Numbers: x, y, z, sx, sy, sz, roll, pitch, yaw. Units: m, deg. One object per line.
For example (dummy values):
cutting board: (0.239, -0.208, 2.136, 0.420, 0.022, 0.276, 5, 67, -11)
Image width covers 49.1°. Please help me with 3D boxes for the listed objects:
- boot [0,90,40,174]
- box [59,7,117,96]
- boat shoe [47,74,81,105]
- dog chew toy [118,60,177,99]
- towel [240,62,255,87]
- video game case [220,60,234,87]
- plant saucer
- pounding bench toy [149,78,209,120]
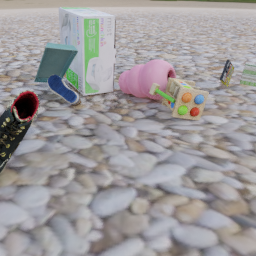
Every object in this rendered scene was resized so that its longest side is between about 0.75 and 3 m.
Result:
boot: (-2.348, 0.169, 5.313, 0.650, 1.359, 1.800, 33, 56, -18)
box: (-1.453, -2.762, 9.901, 1.243, 2.571, 2.269, -12, 33, -27)
boat shoe: (-2.057, -1.178, 9.038, 0.514, 0.515, 1.424, -46, 67, 1)
dog chew toy: (0.544, -1.558, 9.290, 2.037, 1.268, 1.268, 1, 23, 37)
towel: (4.248, -1.833, 9.637, 0.603, 0.808, 0.124, 16, 41, 18)
video game case: (3.502, -1.914, 9.886, 0.098, 0.765, 0.691, 19, -2, 38)
plant saucer: (-2.351, -1.983, 8.847, 0.922, 0.250, 2.637, -2, -10, -25)
pounding bench toy: (1.382, -0.842, 7.943, 1.376, 0.855, 1.074, 6, 25, -16)
